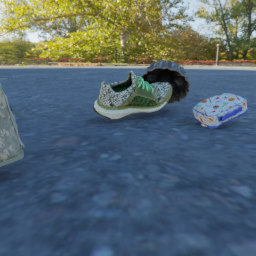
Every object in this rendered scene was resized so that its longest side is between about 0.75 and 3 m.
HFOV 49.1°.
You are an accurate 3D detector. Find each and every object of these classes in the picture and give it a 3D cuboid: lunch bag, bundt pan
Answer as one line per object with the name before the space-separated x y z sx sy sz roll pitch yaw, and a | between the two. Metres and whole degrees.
lunch bag | 2.549 -0.482 7.795 1.361 0.514 1.090 -26 28 -11
bundt pan | 1.298 -1.660 9.770 1.786 1.786 0.670 4 55 15
lunch bag | -2.500 0.076 4.302 1.548 1.270 0.910 -16 15 -17

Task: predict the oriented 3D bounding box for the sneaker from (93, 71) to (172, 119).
sneaker | 0.283 -1.113 8.299 2.705 1.199 1.040 -19 47 -28

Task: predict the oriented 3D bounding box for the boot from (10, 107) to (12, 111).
boot | -3.586 -0.555 7.893 0.472 0.461 1.251 -36 12 -16
